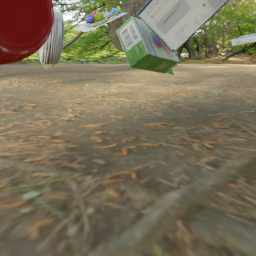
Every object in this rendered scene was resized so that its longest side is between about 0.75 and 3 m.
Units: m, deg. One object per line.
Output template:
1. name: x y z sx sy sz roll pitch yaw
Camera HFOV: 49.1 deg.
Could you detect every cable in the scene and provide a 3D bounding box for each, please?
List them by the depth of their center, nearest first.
1. cable: -1.787 -2.085 6.445 0.429 1.239 1.239 0 15 -24

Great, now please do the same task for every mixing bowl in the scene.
1. mixing bowl: -1.998 -1.900 4.519 2.056 2.056 1.113 -14 33 -42

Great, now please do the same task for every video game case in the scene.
1. video game case: 2.981 -1.863 5.474 1.561 0.141 1.117 0 20 38

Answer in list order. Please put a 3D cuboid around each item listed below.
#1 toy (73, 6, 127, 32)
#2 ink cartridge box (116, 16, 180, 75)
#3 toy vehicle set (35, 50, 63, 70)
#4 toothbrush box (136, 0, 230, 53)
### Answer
1. toy: -0.966 -3.715 9.348 1.674 0.395 0.964 -29 37 -21
2. ink cartridge box: 0.767 -2.201 7.798 0.650 1.138 2.193 -31 -17 37
3. toy vehicle set: -3.330 -3.518 10.409 0.333 2.512 1.561 -21 21 11
4. toothbrush box: 1.573 -3.255 6.894 2.128 1.240 2.907 -41 10 27
